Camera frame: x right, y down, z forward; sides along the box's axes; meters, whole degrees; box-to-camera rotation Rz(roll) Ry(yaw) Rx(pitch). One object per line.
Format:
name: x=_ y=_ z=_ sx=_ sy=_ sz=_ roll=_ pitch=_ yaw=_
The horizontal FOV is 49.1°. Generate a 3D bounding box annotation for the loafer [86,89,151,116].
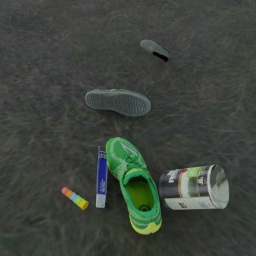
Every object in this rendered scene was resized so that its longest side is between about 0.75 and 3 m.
loafer: x=-0.277 y=-0.963 z=9.136 sx=2.170 sy=0.816 sz=0.756 roll=12 pitch=32 yaw=13

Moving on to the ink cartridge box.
ink cartridge box: x=-0.660 y=1.262 z=7.142 sx=0.243 sy=1.199 sz=1.196 roll=3 pitch=56 yaw=-5

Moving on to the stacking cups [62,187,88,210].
stacking cups: x=-1.412 y=1.841 z=7.363 sx=0.797 sy=0.241 sz=0.241 roll=27 pitch=56 yaw=25

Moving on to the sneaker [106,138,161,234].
sneaker: x=0.193 y=1.234 z=7.212 sx=1.035 sy=1.168 sz=2.794 roll=-15 pitch=53 yaw=-15

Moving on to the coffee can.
coffee can: x=1.578 y=1.450 z=6.748 sx=1.357 sy=0.993 sz=0.993 roll=-15 pitch=40 yaw=39

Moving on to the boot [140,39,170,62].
boot: x=1.011 y=-2.943 z=10.578 sx=1.274 sy=0.432 sz=0.833 roll=26 pitch=28 yaw=0
